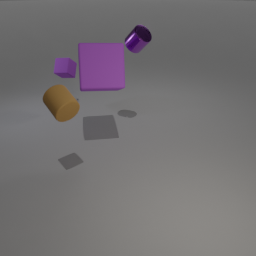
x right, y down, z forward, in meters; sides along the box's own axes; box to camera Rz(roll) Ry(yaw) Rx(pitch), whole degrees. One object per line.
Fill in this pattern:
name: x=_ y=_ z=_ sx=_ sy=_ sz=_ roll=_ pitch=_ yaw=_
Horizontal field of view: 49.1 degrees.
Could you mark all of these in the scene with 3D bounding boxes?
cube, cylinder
cube: x=-2.771 y=-2.652 z=12.408 sx=0.700 sy=0.700 sz=0.700 roll=3 pitch=-7 yaw=19
cube: x=-0.905 y=-1.955 z=9.240 sx=1.400 sy=1.400 sz=1.400 roll=-3 pitch=5 yaw=-10
cylinder: x=0.347 y=-3.065 z=9.673 sx=0.700 sy=0.700 sz=0.700 roll=-25 pitch=-5 yaw=-38
cylinder: x=-1.712 y=-0.634 z=7.189 sx=0.700 sy=0.700 sz=0.700 roll=-23 pitch=60 yaw=-36
